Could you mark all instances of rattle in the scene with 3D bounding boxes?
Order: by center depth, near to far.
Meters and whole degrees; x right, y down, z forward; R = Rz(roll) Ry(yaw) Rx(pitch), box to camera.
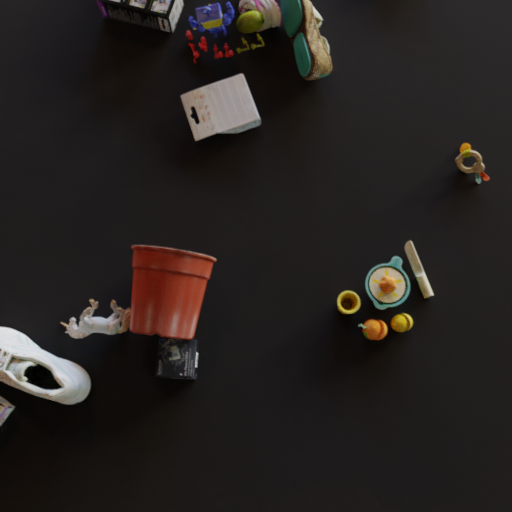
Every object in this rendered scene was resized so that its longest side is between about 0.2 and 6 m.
[{"bbox_3d":[4.335,-1.836,11.184,0.735,0.525,0.478,36,110,-7],"label":"rattle"}]

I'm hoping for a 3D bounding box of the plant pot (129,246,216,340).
[{"bbox_3d":[-1.570,0.676,9.900,1.522,1.522,1.481,8,83,2],"label":"plant pot"}]

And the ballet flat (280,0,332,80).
[{"bbox_3d":[1.078,-4.647,11.710,0.725,0.783,2.219,-5,77,-28],"label":"ballet flat"}]

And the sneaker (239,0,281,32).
[{"bbox_3d":[-0.101,-5.407,11.859,0.673,0.621,1.526,-30,77,-10],"label":"sneaker"}]

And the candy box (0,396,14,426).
[{"bbox_3d":[-5.046,2.737,9.818,1.156,0.414,0.970,32,78,8],"label":"candy box"}]

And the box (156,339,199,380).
[{"bbox_3d":[-1.409,1.854,10.060,0.691,0.406,0.680,2,75,2],"label":"box"}]

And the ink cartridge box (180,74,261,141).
[{"bbox_3d":[-0.724,-2.970,11.411,1.373,0.325,1.099,-19,77,1],"label":"ink cartridge box"}]

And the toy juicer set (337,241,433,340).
[{"bbox_3d":[2.556,0.719,10.288,1.988,0.541,1.265,-37,78,-10],"label":"toy juicer set"}]

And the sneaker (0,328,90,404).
[{"bbox_3d":[-4.142,1.840,9.770,2.501,1.002,0.880,20,78,7],"label":"sneaker"}]

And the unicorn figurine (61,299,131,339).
[{"bbox_3d":[-2.903,1.185,10.102,1.274,0.875,0.470,15,31,-9],"label":"unicorn figurine"}]

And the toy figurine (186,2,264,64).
[{"bbox_3d":[-0.741,-4.644,11.272,1.687,1.010,0.890,-6,79,14],"label":"toy figurine"}]

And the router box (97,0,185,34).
[{"bbox_3d":[-2.251,-6.013,12.046,1.623,0.556,2.176,16,76,4],"label":"router box"}]
